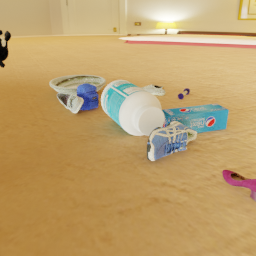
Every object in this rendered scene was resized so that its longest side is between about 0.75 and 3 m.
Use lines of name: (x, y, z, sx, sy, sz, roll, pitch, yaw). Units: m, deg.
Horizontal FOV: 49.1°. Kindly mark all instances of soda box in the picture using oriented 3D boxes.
soda box: (2.436, -0.313, 10.278, 2.373, 0.805, 0.761, -7, 24, -16)

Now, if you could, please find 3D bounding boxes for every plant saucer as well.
plant saucer: (-2.570, -2.124, 14.547, 2.883, 0.724, 2.883, -1, 24, 0)

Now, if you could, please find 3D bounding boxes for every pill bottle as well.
pill bottle: (0.176, -0.711, 10.209, 1.586, 1.586, 2.863, -10, 26, -22)

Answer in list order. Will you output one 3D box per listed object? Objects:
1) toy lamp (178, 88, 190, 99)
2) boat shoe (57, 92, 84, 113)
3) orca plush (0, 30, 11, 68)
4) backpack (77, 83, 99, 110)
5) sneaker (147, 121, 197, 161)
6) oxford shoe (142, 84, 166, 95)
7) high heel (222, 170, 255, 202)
toy lamp: (2.874, -1.776, 14.241, 0.351, 0.351, 1.205, 12, 25, 26)
boat shoe: (-2.513, -1.159, 12.098, 0.636, 0.732, 1.985, 26, 3, -34)
orca plush: (-3.324, -1.984, 7.251, 1.125, 0.760, 2.138, -40, 13, -26)
backpack: (-1.738, -1.407, 12.446, 0.911, 1.085, 0.882, 19, 29, 37)
sneaker: (1.351, 0.368, 8.651, 0.874, 0.859, 2.270, 16, 31, 34)
oxford shoe: (1.112, -2.034, 14.643, 1.740, 0.503, 0.654, 5, 27, 17)
high heel: (2.885, 1.216, 6.965, 0.457, 0.652, 1.357, -11, 26, -24)
